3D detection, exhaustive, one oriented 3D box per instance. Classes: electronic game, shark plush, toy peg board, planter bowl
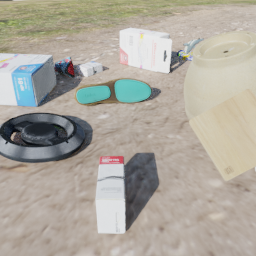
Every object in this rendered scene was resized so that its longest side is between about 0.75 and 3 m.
[{"bbox_3d":[-2.373,0.201,7.552,2.401,0.500,2.401,5,28,-3],"label":"electronic game"},{"bbox_3d":[2.499,-3.131,10.569,0.846,0.352,0.384,-23,-9,27],"label":"shark plush"},{"bbox_3d":[2.602,0.230,6.743,1.640,0.806,1.647,-28,67,3],"label":"toy peg board"},{"bbox_3d":[2.979,-1.582,8.290,2.975,2.002,2.975,-16,33,11],"label":"planter bowl"}]

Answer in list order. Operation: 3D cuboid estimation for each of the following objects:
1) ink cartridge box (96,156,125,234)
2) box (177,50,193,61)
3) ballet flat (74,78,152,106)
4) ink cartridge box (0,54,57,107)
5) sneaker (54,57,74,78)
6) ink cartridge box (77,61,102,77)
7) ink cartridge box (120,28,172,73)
[{"bbox_3d":[-0.311,1.256,5.395,0.517,0.890,1.234,-1,30,-2],"label":"ink cartridge box"},{"bbox_3d":[3.124,-3.667,14.253,1.220,0.392,0.427,18,36,27],"label":"box"},{"bbox_3d":[-0.552,-1.264,9.911,2.695,0.914,0.975,-10,13,-8],"label":"ballet flat"},{"bbox_3d":[-4.457,-1.829,10.255,2.994,1.267,2.164,2,31,5],"label":"ink cartridge box"},{"bbox_3d":[-2.829,-2.554,12.228,0.888,0.737,1.859,-14,24,-4],"label":"sneaker"},{"bbox_3d":[-1.702,-2.646,12.522,0.662,0.386,0.915,25,38,35],"label":"ink cartridge box"},{"bbox_3d":[0.955,-3.600,12.962,2.732,1.591,0.922,21,36,30],"label":"ink cartridge box"}]
